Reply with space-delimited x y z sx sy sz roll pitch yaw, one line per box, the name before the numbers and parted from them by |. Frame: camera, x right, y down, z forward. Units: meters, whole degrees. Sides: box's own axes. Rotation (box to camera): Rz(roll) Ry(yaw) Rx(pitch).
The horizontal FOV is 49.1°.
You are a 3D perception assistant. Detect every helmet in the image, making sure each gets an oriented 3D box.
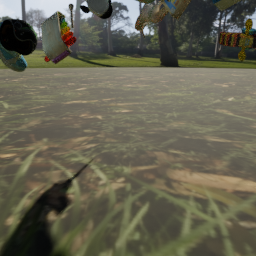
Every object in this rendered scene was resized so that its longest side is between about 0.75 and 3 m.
helmet | -2.766 -2.336 7.215 0.869 0.869 0.829 10 5 33

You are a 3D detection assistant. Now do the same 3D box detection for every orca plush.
orca plush | -1.005 -4.006 8.777 2.103 1.107 0.748 41 10 30

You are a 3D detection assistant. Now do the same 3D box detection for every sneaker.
sneaker | -3.535 -2.579 8.894 1.211 1.856 0.738 -12 55 16

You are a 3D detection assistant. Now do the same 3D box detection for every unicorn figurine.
unicorn figurine | 0.909 -4.328 10.444 0.896 1.666 2.425 33 12 -13

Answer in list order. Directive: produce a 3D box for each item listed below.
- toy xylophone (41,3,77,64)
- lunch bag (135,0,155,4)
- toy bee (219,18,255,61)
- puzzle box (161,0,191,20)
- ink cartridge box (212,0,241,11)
toy xylophone | -2.438 -3.430 10.024 1.670 2.281 0.573 -21 -33 24
lunch bag | 0.384 -3.903 7.714 1.060 0.759 1.245 -13 5 -41
toy bee | 3.352 -2.413 7.542 1.630 1.067 0.886 -18 29 12
puzzle box | 1.573 -4.154 8.473 0.237 1.243 1.868 22 32 -24
ink cartridge box | 1.682 -2.968 5.336 0.417 1.251 0.724 -21 0 32
